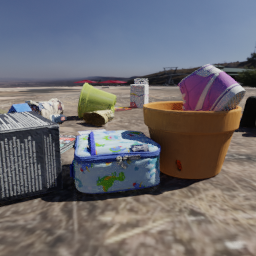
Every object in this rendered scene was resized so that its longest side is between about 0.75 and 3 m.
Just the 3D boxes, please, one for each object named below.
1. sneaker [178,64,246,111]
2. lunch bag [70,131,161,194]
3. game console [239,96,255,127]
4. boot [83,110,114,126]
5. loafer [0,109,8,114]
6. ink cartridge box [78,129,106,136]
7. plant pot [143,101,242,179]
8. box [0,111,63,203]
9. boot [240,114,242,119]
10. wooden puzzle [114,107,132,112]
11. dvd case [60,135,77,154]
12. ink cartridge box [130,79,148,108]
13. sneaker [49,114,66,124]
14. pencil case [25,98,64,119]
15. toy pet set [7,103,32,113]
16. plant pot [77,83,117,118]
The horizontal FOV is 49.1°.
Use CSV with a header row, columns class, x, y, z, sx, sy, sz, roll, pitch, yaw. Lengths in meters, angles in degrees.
class,x,y,z,sx,sy,sz,roll,pitch,yaw
sneaker,1.532,-0.367,6.476,0.840,2.318,1.322,-12,51,-43
lunch bag,-0.328,0.633,6.157,1.807,0.927,2.248,-4,10,-6
game console,6.017,-0.757,12.096,2.475,2.177,1.440,0,39,4
boot,-1.099,-0.487,12.750,1.287,0.602,1.655,-9,11,-39
loafer,-5.786,-0.560,12.873,1.881,0.655,0.707,-8,14,-37
ink cartridge box,-0.876,0.420,8.582,0.968,0.382,1.947,-5,14,-21
plant pot,1.424,0.218,6.569,2.184,1.529,2.184,1,11,0
box,-2.709,0.502,5.538,2.185,1.357,2.203,-6,13,-30
boot,5.485,-0.636,14.158,0.677,0.323,0.875,-12,29,-33
wooden puzzle,-0.768,-1.182,17.438,1.916,0.135,1.136,-10,15,-41
dvd case,-2.598,0.533,8.356,1.641,0.247,2.248,2,10,11
ink cartridge box,0.747,-2.333,18.719,1.110,1.906,0.643,5,12,27
sneaker,-3.090,-0.394,12.457,0.552,0.489,1.306,-4,11,3
pencil case,-3.900,-0.833,13.127,0.966,1.110,2.482,2,10,11
toy pet set,-4.588,-0.364,10.899,1.938,1.029,1.810,8,14,33
plant pot,-1.502,-1.241,14.293,1.663,1.808,1.808,13,12,3
